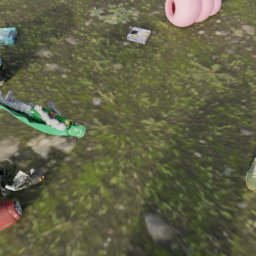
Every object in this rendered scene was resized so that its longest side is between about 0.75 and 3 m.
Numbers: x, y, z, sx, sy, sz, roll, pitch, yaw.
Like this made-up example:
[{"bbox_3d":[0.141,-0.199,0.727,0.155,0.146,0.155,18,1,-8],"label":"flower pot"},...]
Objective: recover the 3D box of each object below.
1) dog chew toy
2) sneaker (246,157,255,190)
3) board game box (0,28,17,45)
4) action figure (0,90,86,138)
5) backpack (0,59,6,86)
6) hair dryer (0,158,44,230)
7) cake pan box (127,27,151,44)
[{"bbox_3d":[3.040,-5.534,12.615,2.679,1.668,1.668,-16,53,-22],"label":"dog chew toy"},{"bbox_3d":[3.655,1.172,7.929,0.378,0.506,1.126,23,55,17],"label":"sneaker"},{"bbox_3d":[-5.507,-3.964,12.138,1.164,0.273,0.879,-3,52,-2],"label":"board game box"},{"bbox_3d":[-2.289,-0.339,7.526,2.528,0.691,1.493,23,12,6],"label":"action figure"},{"bbox_3d":[-5.450,-2.165,9.936,1.665,1.452,1.894,-34,73,-25],"label":"backpack"},{"bbox_3d":[-3.449,1.946,7.417,1.817,0.648,2.385,8,46,29],"label":"hair dryer"},{"bbox_3d":[0.469,-4.057,12.253,0.854,0.223,0.787,19,52,14],"label":"cake pan box"}]
